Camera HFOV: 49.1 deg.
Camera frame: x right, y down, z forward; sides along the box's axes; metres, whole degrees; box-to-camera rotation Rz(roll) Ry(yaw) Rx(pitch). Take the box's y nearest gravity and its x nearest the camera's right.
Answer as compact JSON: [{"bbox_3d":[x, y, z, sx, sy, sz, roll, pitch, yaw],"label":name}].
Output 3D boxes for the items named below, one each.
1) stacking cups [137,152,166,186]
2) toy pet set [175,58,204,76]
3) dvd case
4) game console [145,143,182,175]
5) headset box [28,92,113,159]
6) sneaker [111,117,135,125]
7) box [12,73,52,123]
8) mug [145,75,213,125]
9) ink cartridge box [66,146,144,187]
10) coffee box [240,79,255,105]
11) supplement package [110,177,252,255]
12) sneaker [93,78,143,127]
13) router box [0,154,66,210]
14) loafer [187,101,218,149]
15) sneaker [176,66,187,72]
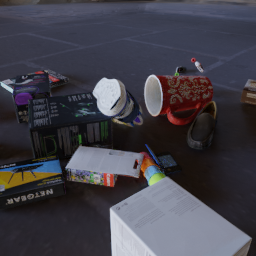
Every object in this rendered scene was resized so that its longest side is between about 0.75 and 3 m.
[{"bbox_3d":[0.674,1.284,7.565,0.583,0.583,1.926,-11,30,-18],"label":"stacking cups"},{"bbox_3d":[2.878,-2.159,12.742,1.481,1.587,0.843,47,17,0],"label":"toy pet set"},{"bbox_3d":[-4.631,-2.308,13.980,2.704,0.298,1.974,-25,38,-38],"label":"dvd case"},{"bbox_3d":[1.045,0.848,8.278,0.838,0.581,0.982,-9,32,-14],"label":"game console"},{"bbox_3d":[-1.879,-0.160,9.356,2.626,1.218,2.287,-10,31,-16],"label":"headset box"},{"bbox_3d":[-0.194,-0.413,10.483,1.127,0.420,0.477,19,67,15],"label":"sneaker"},{"bbox_3d":[-3.784,-1.277,11.297,1.373,1.191,2.246,-8,31,-13],"label":"box"},{"bbox_3d":[2.088,-1.132,11.217,2.367,2.101,1.579,-7,-5,-21],"label":"mug"},{"bbox_3d":[-0.608,1.098,7.926,2.010,0.506,1.095,6,31,9],"label":"ink cartridge box"},{"bbox_3d":[5.622,-1.604,12.460,0.853,0.595,1.492,16,34,25],"label":"coffee box"},{"bbox_3d":[0.825,2.198,5.070,1.469,1.458,1.936,-21,36,-32],"label":"supplement package"},{"bbox_3d":[-0.035,-0.614,8.521,1.804,0.993,2.464,35,6,-25],"label":"sneaker"},{"bbox_3d":[-2.665,1.390,7.454,1.797,0.459,1.341,-11,32,-18],"label":"router box"},{"bbox_3d":[2.590,-0.135,9.655,0.887,0.881,2.436,12,33,17],"label":"loafer"},{"bbox_3d":[2.995,-3.266,15.614,0.403,0.287,0.812,14,29,32],"label":"sneaker"}]
